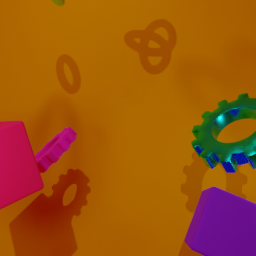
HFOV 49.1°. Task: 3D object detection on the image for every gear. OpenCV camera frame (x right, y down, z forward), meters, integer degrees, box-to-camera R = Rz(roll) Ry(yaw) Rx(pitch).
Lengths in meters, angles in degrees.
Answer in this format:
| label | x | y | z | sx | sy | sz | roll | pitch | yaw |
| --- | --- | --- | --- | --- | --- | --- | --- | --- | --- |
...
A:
| label | x | y | z | sx | sy | sz | roll | pitch | yaw |
| --- | --- | --- | --- | --- | --- | --- | --- | --- | --- |
| gear | -1.713 | 0.523 | 6.265 | 1.330 | 1.330 | 0.246 | -45 | 106 | -9 |
| gear | 2.387 | 0.045 | 6.099 | 2.008 | 2.008 | 0.371 | -43 | 120 | -8 |

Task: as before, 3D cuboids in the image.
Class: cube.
| label | x | y | z | sx | sy | sz | roll | pitch | yaw |
| --- | --- | --- | --- | --- | --- | --- | --- | --- | --- |
| cube | -2.437 | 0.649 | 4.855 | 1.255 | 1.255 | 1.255 | -23 | 105 | -38 |
| cube | 1.961 | 2.011 | 5.593 | 1.223 | 1.223 | 1.223 | 22 | 77 | 11 |

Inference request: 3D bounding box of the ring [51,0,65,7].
| label | x | y | z | sx | sy | sz | roll | pitch | yaw |
| --- | --- | --- | --- | --- | --- | --- | --- | --- | --- |
| ring | -1.934 | -3.425 | 6.589 | 0.246 | 1.228 | 1.228 | -34 | 79 | 10 |
